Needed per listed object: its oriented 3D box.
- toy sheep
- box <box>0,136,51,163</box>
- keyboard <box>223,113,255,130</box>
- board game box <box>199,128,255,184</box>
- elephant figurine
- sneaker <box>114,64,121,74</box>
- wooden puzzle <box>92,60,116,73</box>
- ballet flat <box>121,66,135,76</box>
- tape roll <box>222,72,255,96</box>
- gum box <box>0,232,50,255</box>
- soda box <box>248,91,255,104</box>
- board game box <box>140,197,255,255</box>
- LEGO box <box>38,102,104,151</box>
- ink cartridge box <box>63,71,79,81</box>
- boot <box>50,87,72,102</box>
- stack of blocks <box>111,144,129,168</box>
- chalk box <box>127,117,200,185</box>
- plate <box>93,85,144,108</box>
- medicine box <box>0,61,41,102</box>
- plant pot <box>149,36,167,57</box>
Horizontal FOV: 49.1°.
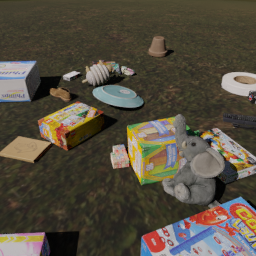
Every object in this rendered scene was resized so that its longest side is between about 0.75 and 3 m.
[{"bbox_3d":[-1.595,-2.777,14.598,1.756,1.210,1.210,-28,37,-7],"label":"toy sheep"},{"bbox_3d":[-3.597,0.736,9.882,1.376,0.146,1.125,9,33,15],"label":"box"},{"bbox_3d":[4.821,-0.270,11.475,1.801,0.185,1.144,7,33,13],"label":"keyboard"},{"bbox_3d":[3.121,0.847,9.452,1.434,0.393,2.271,-14,34,-20],"label":"board game box"},{"bbox_3d":[1.887,0.927,7.559,1.621,2.089,1.478,17,7,-36],"label":"elephant figurine"},{"bbox_3d":[-0.588,-3.420,16.347,0.332,0.391,0.892,-30,37,14],"label":"sneaker"},{"bbox_3d":[-1.379,-3.728,17.052,1.404,0.166,2.367,-6,31,-10],"label":"wooden puzzle"},{"bbox_3d":[-0.097,-3.282,16.192,0.399,0.388,1.122,-41,48,-21],"label":"ballet flat"},{"bbox_3d":[6.045,-2.305,14.512,2.310,0.422,2.310,1,32,0],"label":"tape roll"},{"bbox_3d":[-2.900,2.950,5.718,2.279,0.754,1.294,-1,33,-2],"label":"gum box"},{"bbox_3d":[6.438,-1.478,13.138,1.444,0.457,0.511,-4,33,-5],"label":"soda box"},{"bbox_3d":[2.117,2.997,5.606,2.791,0.797,2.850,-14,35,-21],"label":"board game box"},{"bbox_3d":[-2.103,-0.139,10.686,1.484,0.769,1.993,22,38,31],"label":"LEGO box"},{"bbox_3d":[-3.130,-2.913,15.681,0.487,0.225,0.894,19,35,28],"label":"ink cartridge box"},{"bbox_3d":[-3.263,-1.761,13.521,1.475,0.557,0.543,23,40,34],"label":"boot"},{"bbox_3d":[-0.306,0.944,9.425,0.526,0.268,0.913,-6,32,-10],"label":"stack of blocks"},{"bbox_3d":[1.275,0.631,8.831,2.300,1.431,1.424,-11,33,-14],"label":"chalk box"},{"bbox_3d":[-0.419,-1.560,12.922,2.400,0.307,2.400,10,25,-5],"label":"plate"},{"bbox_3d":[-5.699,-2.305,13.734,2.188,1.237,2.402,-2,32,-3],"label":"medicine box"},{"bbox_3d":[2.066,-5.544,18.928,1.275,1.112,1.275,2,36,-1],"label":"plant pot"}]
